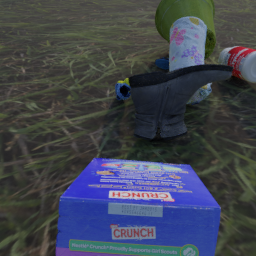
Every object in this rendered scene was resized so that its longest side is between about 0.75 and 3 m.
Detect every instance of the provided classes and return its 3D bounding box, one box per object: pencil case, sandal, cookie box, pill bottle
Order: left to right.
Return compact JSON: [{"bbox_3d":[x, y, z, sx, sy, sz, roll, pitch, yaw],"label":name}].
[{"bbox_3d":[-0.195,-1.209,9.311,0.595,1.497,0.652,36,81,-9],"label":"sandal"},{"bbox_3d":[0.172,1.279,4.893,2.173,0.954,2.540,3,5,4],"label":"cookie box"},{"bbox_3d":[2.052,-2.303,9.494,1.334,1.222,2.941,-16,61,38],"label":"pencil case"},{"bbox_3d":[4.459,-2.554,10.949,1.145,1.145,2.039,-9,25,-12],"label":"pill bottle"}]

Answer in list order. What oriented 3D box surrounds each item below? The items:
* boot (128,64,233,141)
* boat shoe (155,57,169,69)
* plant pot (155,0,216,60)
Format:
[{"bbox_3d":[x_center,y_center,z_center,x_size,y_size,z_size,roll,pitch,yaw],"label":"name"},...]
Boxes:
[{"bbox_3d":[1.485,-0.707,7.771,2.887,1.900,1.007,-8,8,7],"label":"boot"},{"bbox_3d":[1.718,-2.741,11.991,1.218,0.512,0.418,9,35,-15],"label":"boat shoe"},{"bbox_3d":[2.665,-4.212,12.075,2.761,2.761,2.622,-1,47,-2],"label":"plant pot"}]
